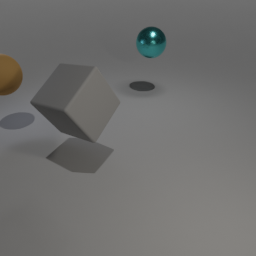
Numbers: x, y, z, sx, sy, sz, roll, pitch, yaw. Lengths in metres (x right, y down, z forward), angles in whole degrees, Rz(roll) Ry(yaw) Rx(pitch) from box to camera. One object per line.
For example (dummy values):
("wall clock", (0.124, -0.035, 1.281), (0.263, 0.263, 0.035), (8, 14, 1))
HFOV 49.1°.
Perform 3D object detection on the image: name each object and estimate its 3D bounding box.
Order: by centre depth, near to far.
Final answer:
("cube", (-1.325, -0.672, 7.312), (1.400, 1.400, 1.400), (14, 64, 36))
("ball", (-4.327, -1.806, 9.525), (1.400, 1.400, 1.400), (0, 29, 0))
("ball", (1.062, -3.910, 12.840), (1.400, 1.400, 1.400), (0, 29, 0))
